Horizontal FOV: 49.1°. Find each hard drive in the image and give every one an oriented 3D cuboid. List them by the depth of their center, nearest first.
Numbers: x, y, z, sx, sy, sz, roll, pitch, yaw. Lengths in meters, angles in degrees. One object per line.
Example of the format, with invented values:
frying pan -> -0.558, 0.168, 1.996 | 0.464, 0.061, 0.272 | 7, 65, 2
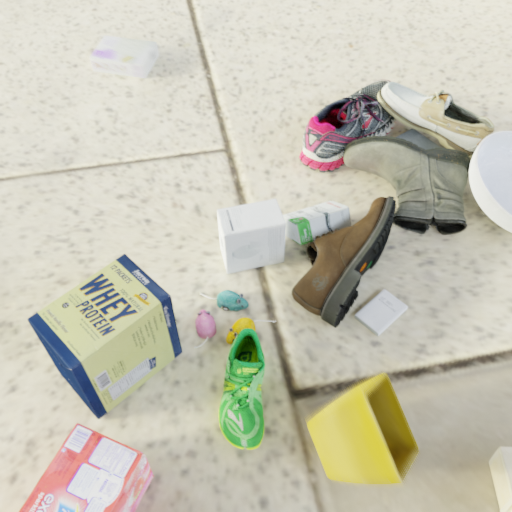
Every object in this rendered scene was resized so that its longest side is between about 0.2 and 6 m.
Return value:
hard drive -> 2.242, 1.009, 10.048 | 0.830, 0.111, 0.547 | -36, 60, -26
hard drive -> 3.687, -2.244, 12.555 | 0.990, 0.233, 1.419 | -31, 58, -23

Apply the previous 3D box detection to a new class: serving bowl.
serving bowl -> 5.317, -1.315, 11.284 | 2.443, 0.804, 2.443 | 7, 59, -12

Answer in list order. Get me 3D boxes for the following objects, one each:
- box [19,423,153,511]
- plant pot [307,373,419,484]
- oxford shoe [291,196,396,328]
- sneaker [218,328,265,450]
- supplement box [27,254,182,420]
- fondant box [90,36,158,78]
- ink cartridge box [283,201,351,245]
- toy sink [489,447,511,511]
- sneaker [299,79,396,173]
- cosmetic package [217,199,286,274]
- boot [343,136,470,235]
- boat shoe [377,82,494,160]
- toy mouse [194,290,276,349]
box -> -2.414, 3.568, 7.407 | 1.138, 1.050, 2.218 | 18, 54, 14
plant pot -> 1.461, 2.523, 7.962 | 1.080, 1.224, 1.224 | -26, 81, 25
oxford shoe -> 1.660, -0.190, 10.381 | 1.279, 1.101, 3.029 | 27, 56, 21
sneaker -> -0.225, 2.026, 8.779 | 0.734, 0.828, 1.982 | -1, 52, -2
supplement box -> -2.263, 1.271, 8.786 | 1.743, 1.745, 1.171 | -38, 60, -26
fondant box -> -3.477, -5.275, 14.827 | 1.487, 0.433, 1.073 | 9, 54, 9
ink cartridge box -> 1.181, -0.663, 10.936 | 1.122, 0.466, 0.822 | -18, 20, -13
toy sink -> 3.824, 3.339, 7.881 | 0.716, 0.615, 1.098 | 1, 46, 1
sneaker -> 2.257, -3.140, 12.658 | 1.287, 1.192, 3.191 | 32, 58, 23
cosmetic package -> -0.088, -0.363, 10.474 | 1.146, 1.143, 0.705 | -10, 52, -8
boot -> 2.997, -1.422, 11.466 | 2.710, 0.918, 1.771 | 11, 67, 13
boat shoe -> 4.023, -3.229, 12.490 | 2.648, 0.906, 0.990 | 31, 52, 3
toy mouse -> -0.633, 1.005, 9.934 | 1.501, 0.290, 1.334 | -29, 57, -21
